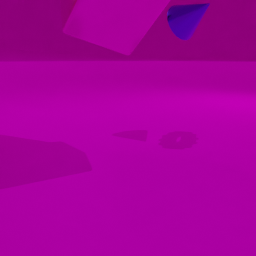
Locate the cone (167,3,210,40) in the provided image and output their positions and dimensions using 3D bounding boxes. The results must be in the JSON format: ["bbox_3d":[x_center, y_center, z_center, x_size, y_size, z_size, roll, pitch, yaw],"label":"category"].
[{"bbox_3d":[1.458,-2.507,6.143,0.850,0.850,0.853,-11,-3,-36],"label":"cone"}]

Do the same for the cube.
[{"bbox_3d":[-0.293,-2.300,4.752,1.313,1.313,1.313,11,52,-32],"label":"cube"}]
